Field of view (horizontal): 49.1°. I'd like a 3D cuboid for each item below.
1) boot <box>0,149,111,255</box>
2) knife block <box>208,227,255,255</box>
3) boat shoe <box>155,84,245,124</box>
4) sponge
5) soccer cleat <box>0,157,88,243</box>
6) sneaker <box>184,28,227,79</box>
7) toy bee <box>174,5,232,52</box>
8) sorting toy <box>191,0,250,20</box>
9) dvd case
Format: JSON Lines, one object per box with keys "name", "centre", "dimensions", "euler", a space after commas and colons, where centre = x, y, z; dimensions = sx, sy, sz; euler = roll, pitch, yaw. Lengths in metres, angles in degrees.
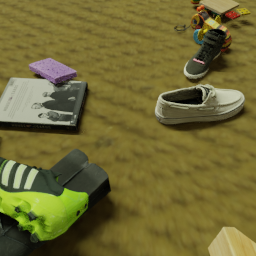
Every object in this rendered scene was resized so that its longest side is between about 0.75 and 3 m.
{"name": "boot", "centre": [-2.028, 1.294, 5.717], "dimensions": [2.723, 0.894, 2.245], "euler": [-40, 69, -20]}
{"name": "knife block", "centre": [1.979, 2.954, 4.169], "dimensions": [2.361, 0.755, 2.072], "euler": [36, 39, 25]}
{"name": "boat shoe", "centre": [2.010, -0.771, 7.606], "dimensions": [2.581, 0.848, 0.929], "euler": [-6, 50, -5]}
{"name": "sponge", "centre": [-2.324, -1.780, 8.647], "dimensions": [1.430, 0.213, 0.798], "euler": [30, 44, 33]}
{"name": "soccer cleat", "centre": [-1.934, 1.065, 5.103], "dimensions": [2.786, 0.941, 1.129], "euler": [20, 27, 32]}
{"name": "sneaker", "centre": [2.447, -2.450, 8.905], "dimensions": [0.729, 1.023, 2.063], "euler": [31, 58, 21]}
{"name": "toy bee", "centre": [2.617, -3.550, 9.747], "dimensions": [2.154, 1.171, 1.410], "euler": [16, 53, 13]}
{"name": "sorting toy", "centre": [3.713, -4.833, 11.301], "dimensions": [1.137, 0.399, 2.358], "euler": [-32, 57, -24]}
{"name": "dvd case", "centre": [-2.444, -0.723, 7.936], "dimensions": [2.347, 0.290, 1.764], "euler": [3, 50, 4]}
